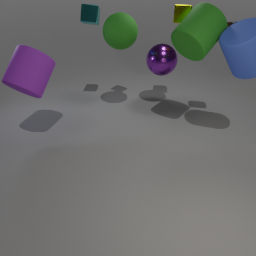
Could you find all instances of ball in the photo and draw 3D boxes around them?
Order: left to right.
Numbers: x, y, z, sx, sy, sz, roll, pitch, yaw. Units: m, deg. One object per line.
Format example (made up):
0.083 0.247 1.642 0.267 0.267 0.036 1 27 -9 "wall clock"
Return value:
-0.306 -3.834 11.115 1.400 1.400 1.400 0 29 0 "ball"
1.515 -3.054 12.552 1.400 1.400 1.400 0 29 0 "ball"

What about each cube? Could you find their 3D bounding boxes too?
-1.576 -4.765 11.784 0.700 0.700 0.700 7 14 1 "cube"
2.256 -4.720 11.609 0.700 0.700 0.700 6 24 7 "cube"

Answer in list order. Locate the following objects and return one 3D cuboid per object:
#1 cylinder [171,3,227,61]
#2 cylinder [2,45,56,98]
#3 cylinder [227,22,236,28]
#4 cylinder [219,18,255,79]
2.446 -3.301 9.696 1.400 1.400 1.400 30 75 41 "cylinder"
-3.456 -1.948 9.816 1.400 1.400 1.400 20 -7 3 "cylinder"
3.803 -3.480 10.161 0.700 0.700 0.700 4 29 16 "cylinder"
3.863 -2.558 9.090 1.400 1.400 1.400 -25 38 21 "cylinder"
